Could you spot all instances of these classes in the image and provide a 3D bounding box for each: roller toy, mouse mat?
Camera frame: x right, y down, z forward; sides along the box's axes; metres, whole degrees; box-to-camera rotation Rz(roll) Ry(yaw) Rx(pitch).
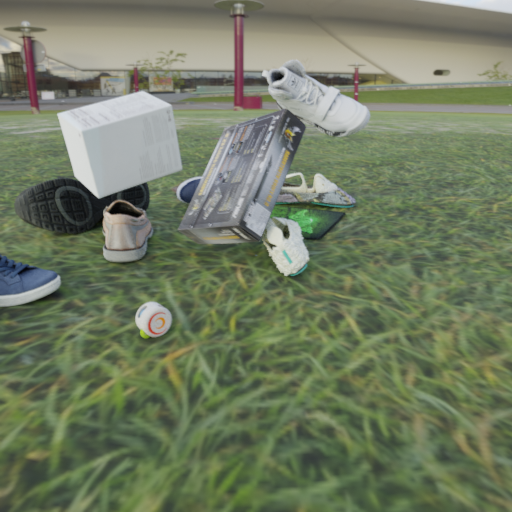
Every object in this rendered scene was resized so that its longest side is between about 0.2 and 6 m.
[{"bbox_3d":[-1.421,0.873,7.752,0.477,0.435,0.333,-14,23,-35],"label":"roller toy"},{"bbox_3d":[0.874,-0.843,13.448,2.095,0.098,2.604,7,21,20],"label":"mouse mat"}]

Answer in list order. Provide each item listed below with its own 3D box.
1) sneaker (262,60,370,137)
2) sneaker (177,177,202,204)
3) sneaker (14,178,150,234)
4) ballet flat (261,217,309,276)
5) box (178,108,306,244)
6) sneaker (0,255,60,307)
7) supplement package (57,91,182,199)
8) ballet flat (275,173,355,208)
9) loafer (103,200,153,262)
[{"bbox_3d":[1.376,-3.860,13.747,2.771,1.041,1.593,28,0,33],"label":"sneaker"},{"bbox_3d":[-0.993,-1.685,14.937,2.071,0.726,1.123,-7,18,-28],"label":"sneaker"},{"bbox_3d":[-4.161,-1.226,13.217,1.527,1.277,3.364,2,9,39],"label":"sneaker"},{"bbox_3d":[0.467,-0.367,10.628,0.811,0.811,2.260,-3,20,-9],"label":"ballet flat"},{"bbox_3d":[-0.303,-1.483,10.925,0.619,2.563,2.030,34,-22,-33],"label":"box"},{"bbox_3d":[-4.419,0.131,8.975,2.529,1.069,0.948,2,19,6],"label":"sneaker"},{"bbox_3d":[-2.189,-1.843,9.092,1.500,1.138,1.130,-24,38,-26],"label":"supplement package"},{"bbox_3d":[1.391,-1.772,14.982,2.535,0.912,0.912,4,19,10],"label":"ballet flat"},{"bbox_3d":[-2.719,-0.737,11.747,1.076,0.941,2.992,-4,19,-11],"label":"loafer"}]
